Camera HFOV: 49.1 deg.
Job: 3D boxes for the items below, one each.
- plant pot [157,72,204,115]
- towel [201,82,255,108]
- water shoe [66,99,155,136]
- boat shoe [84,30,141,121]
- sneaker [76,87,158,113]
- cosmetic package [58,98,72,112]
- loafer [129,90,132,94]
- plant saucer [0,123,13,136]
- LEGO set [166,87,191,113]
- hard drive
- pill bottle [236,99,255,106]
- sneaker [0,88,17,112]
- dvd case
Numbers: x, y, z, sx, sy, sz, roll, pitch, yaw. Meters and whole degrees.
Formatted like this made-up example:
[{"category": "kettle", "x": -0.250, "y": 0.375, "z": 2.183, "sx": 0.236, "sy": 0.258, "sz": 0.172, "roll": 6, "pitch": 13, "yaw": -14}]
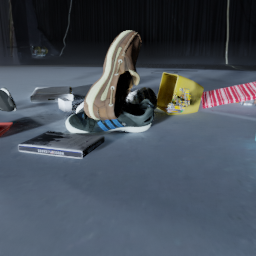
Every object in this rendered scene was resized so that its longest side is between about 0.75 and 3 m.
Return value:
[{"category": "plant pot", "x": 1.976, "y": -1.234, "z": 10.521, "sx": 1.246, "sy": 1.413, "sz": 1.413, "roll": 8, "pitch": 13, "yaw": -18}, {"category": "towel", "x": 4.505, "y": -1.381, "z": 11.604, "sx": 2.839, "sy": 0.319, "sz": 2.053, "roll": -10, "pitch": 18, "yaw": 16}, {"category": "water shoe", "x": -0.468, "y": -0.397, "z": 7.597, "sx": 2.418, "sy": 0.954, "sz": 0.864, "roll": -5, "pitch": 46, "yaw": -18}, {"category": "boat shoe", "x": -0.090, "y": -1.294, "z": 6.953, "sx": 0.957, "sy": 2.587, "sz": 0.956, "roll": 13, "pitch": -18, "yaw": 30}, {"category": "sneaker", "x": -0.394, "y": -0.572, "z": 8.978, "sx": 2.775, "sy": 1.043, "sz": 1.125, "roll": -13, "pitch": -1, "yaw": -31}, {"category": "cosmetic package", "x": -2.438, "y": -0.904, "z": 10.845, "sx": 0.295, "sy": 0.420, "sz": 0.828, "roll": -8, "pitch": 18, "yaw": -27}, {"category": "loafer", "x": -0.262, "y": -1.198, "z": 11.085, "sx": 2.699, "sy": 0.849, "sz": 0.970, "roll": 8, "pitch": 18, "yaw": 27}, {"category": "plant saucer", "x": -3.907, "y": 0.105, "z": 7.606, "sx": 1.193, "sy": 0.219, "sz": 1.196, "roll": -1, "pitch": 16, "yaw": -4}, {"category": "LEGO set", "x": 1.490, "y": -0.836, "z": 8.562, "sx": 0.527, "sy": 0.699, "sz": 0.909, "roll": 4, "pitch": -11, "yaw": -13}, {"category": "hard drive", "x": -3.655, "y": -1.665, "z": 13.664, "sx": 1.851, "sy": 0.374, "sz": 2.807, "roll": -3, "pitch": 16, "yaw": -12}, {"category": "pill bottle", "x": 5.068, "y": -1.224, "z": 11.734, "sx": 1.052, "sy": 0.559, "sz": 0.559, "roll": 5, "pitch": 16, "yaw": 16}, {"category": "sneaker", "x": -5.118, "y": -0.908, "z": 10.475, "sx": 2.527, "sy": 0.957, "sz": 1.106, "roll": 13, "pitch": 38, "yaw": 44}, {"category": "dvd case", "x": -1.542, "y": 0.365, "z": 6.696, "sx": 1.634, "sy": 0.202, "sz": 1.228, "roll": 5, "pitch": 16, "yaw": 18}]
